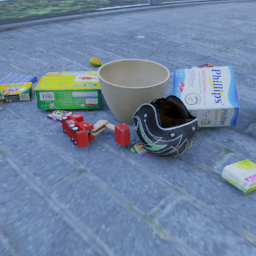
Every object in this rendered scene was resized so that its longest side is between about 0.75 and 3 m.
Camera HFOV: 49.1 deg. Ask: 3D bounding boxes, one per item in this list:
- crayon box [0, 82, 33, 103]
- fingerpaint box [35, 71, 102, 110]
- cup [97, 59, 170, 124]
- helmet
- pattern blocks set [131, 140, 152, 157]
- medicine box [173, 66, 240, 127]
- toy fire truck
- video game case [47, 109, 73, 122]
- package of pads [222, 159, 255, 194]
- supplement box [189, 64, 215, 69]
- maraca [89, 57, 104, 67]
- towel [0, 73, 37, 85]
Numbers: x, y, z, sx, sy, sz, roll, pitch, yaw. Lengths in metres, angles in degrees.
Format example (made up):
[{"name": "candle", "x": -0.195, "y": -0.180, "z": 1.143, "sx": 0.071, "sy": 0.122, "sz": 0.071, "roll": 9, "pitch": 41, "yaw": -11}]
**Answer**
[{"name": "crayon box", "x": -5.281, "y": -1.674, "z": 13.108, "sx": 1.460, "sy": 0.426, "sz": 1.260, "roll": -6, "pitch": 34, "yaw": -9}, {"name": "fingerpaint box", "x": -2.521, "y": -1.728, "z": 12.600, "sx": 2.726, "sy": 1.000, "sz": 2.274, "roll": -2, "pitch": 30, "yaw": -4}, {"name": "cup", "x": 0.216, "y": -1.345, "z": 11.204, "sx": 2.755, "sy": 1.970, "sz": 2.755, "roll": 0, "pitch": 34, "yaw": 0}, {"name": "helmet", "x": 1.261, "y": 0.035, "z": 9.146, "sx": 2.007, "sy": 2.007, "sz": 1.913, "roll": -25, "pitch": 70, "yaw": -32}, {"name": "pattern blocks set", "x": 0.466, "y": 0.714, "z": 9.839, "sx": 0.766, "sy": 0.071, "sz": 0.872, "roll": -7, "pitch": 37, "yaw": -12}, {"name": "medicine box", "x": 2.852, "y": -1.170, "z": 10.560, "sx": 2.244, "sy": 1.155, "sz": 2.044, "roll": -3, "pitch": 55, "yaw": 13}, {"name": "toy fire truck", "x": -1.227, "y": 0.035, "z": 10.131, "sx": 1.792, "sy": 0.619, "sz": 2.541, "roll": -14, "pitch": 27, "yaw": -26}, {"name": "video game case", "x": -2.828, "y": -0.523, "z": 11.635, "sx": 0.794, "sy": 0.142, "sz": 0.719, "roll": 16, "pitch": 35, "yaw": 23}, {"name": "package of pads", "x": 3.517, "y": 1.392, "z": 8.324, "sx": 1.218, "sy": 0.415, "sz": 0.941, "roll": -9, "pitch": 30, "yaw": -33}, {"name": "supplement box", "x": 3.807, "y": -2.811, "z": 14.536, "sx": 1.338, "sy": 0.739, "sz": 0.573, "roll": -16, "pitch": 37, "yaw": -23}, {"name": "maraca", "x": -1.820, "y": -3.821, "z": 16.327, "sx": 0.938, "sy": 0.502, "sz": 0.643, "roll": 12, "pitch": 30, "yaw": -24}, {"name": "towel", "x": -5.779, "y": -2.408, "z": 14.480, "sx": 1.813, "sy": 0.216, "sz": 1.312, "roll": 8, "pitch": 37, "yaw": 14}]
